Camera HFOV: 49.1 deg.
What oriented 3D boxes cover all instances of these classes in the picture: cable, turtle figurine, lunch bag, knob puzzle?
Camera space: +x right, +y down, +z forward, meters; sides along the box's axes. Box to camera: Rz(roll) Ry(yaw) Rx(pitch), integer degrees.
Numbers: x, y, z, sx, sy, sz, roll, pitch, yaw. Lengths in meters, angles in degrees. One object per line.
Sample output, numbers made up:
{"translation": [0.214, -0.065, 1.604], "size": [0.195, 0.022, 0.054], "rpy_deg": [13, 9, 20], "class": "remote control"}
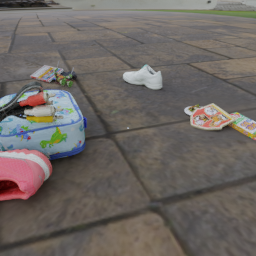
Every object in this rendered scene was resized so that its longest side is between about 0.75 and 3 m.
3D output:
{"translation": [-2.634, -0.377, 6.423], "size": [2.187, 1.062, 0.550], "rpy_deg": [-17, 43, -11], "class": "cable"}
{"translation": [-2.886, -2.407, 12.598], "size": [1.150, 0.827, 1.115], "rpy_deg": [-38, 52, -5], "class": "turtle figurine"}
{"translation": [-2.481, -0.151, 8.080], "size": [2.327, 1.193, 2.894], "rpy_deg": [-12, 30, -18], "class": "lunch bag"}
{"translation": [2.655, -0.364, 9.267], "size": [1.440, 0.200, 1.440], "rpy_deg": [-6, 40, 5], "class": "knob puzzle"}

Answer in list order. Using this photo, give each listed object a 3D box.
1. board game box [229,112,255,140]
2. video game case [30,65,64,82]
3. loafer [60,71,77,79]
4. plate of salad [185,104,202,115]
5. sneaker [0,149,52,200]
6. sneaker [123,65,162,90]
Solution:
{"translation": [3.783, -0.079, 9.034], "size": [0.725, 0.227, 1.517], "rpy_deg": [-15, 34, -23], "class": "board game box"}
{"translation": [-3.924, -2.636, 13.548], "size": [1.404, 0.123, 1.004], "rpy_deg": [18, 52, 33], "class": "video game case"}
{"translation": [-3.005, -2.490, 13.495], "size": [1.176, 0.370, 0.423], "rpy_deg": [3, 56, 22], "class": "loafer"}
{"translation": [2.507, -0.640, 10.046], "size": [0.939, 0.225, 0.939], "rpy_deg": [1, 28, 0], "class": "plate of salad"}
{"translation": [-3.175, 0.997, 6.113], "size": [2.784, 1.026, 1.208], "rpy_deg": [2, 29, 3], "class": "sneaker"}
{"translation": [0.673, -2.427, 12.661], "size": [2.093, 0.926, 0.788], "rpy_deg": [20, 35, 33], "class": "sneaker"}
